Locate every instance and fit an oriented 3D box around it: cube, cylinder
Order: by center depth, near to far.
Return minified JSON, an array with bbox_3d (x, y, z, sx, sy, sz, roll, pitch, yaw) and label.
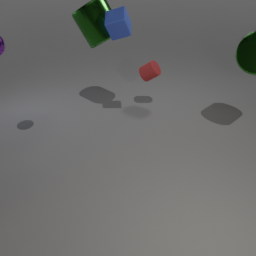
[{"bbox_3d":[-0.323,-3.493,9.372,0.700,0.700,0.700,-10,58,16],"label":"cube"},{"bbox_3d":[4.544,-2.488,9.549,1.400,1.400,1.400,20,17,29],"label":"cylinder"},{"bbox_3d":[-1.153,-3.963,10.528,1.400,1.400,1.400,-28,20,11],"label":"cylinder"},{"bbox_3d":[0.945,-2.449,12.046,0.700,0.700,0.700,-23,18,34],"label":"cylinder"}]

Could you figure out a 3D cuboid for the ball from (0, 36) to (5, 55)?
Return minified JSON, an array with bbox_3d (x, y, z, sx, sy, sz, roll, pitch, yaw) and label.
[{"bbox_3d":[-3.886,-2.371,7.991,0.700,0.700,0.700,0,32,0],"label":"ball"}]
